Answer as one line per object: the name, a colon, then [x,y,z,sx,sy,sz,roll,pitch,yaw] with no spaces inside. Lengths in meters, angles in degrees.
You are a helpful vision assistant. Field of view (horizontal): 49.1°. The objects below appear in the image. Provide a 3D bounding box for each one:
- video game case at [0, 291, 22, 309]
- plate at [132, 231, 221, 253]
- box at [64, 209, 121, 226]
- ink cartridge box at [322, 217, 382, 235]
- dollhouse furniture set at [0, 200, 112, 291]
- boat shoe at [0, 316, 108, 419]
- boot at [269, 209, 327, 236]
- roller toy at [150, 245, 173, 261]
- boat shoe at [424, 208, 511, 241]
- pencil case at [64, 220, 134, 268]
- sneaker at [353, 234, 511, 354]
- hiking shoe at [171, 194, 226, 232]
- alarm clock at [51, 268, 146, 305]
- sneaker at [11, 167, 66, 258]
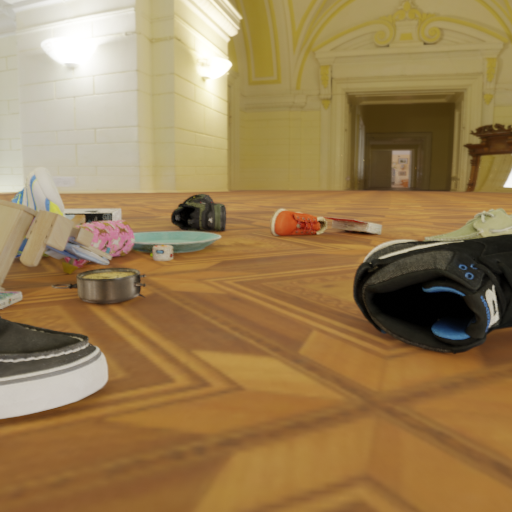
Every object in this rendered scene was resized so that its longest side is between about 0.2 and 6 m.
video game case: [-3.760,0.606,7.013,1.194,0.141,1.087,0,8,4]
plate: [-1.938,-0.302,12.492,2.326,0.297,2.326,1,8,0]
box: [-4.671,-0.725,13.627,2.577,0.775,1.503,0,9,-6]
ink cartridge box: [2.566,-0.830,15.318,1.142,0.286,1.315,6,3,-40]
dollhouse furniture set: [-3.016,0.158,8.357,1.766,1.221,1.871,14,-12,34]
boat shoe: [-2.588,0.607,4.273,2.883,0.955,1.008,1,9,7]
boot: [1.142,-0.862,14.985,1.023,0.716,1.907,13,13,35]
roller toy: [-1.814,-0.069,10.912,0.431,0.302,0.394,-6,11,-35]
boat shoe: [4.395,-0.396,10.256,3.018,0.936,1.087,-7,7,3]
pencil case: [-2.972,-0.259,10.608,0.765,0.732,1.769,-24,1,17]
sneaker: [2.601,0.398,5.576,3.250,1.187,1.818,-6,10,18]
hiking shoe: [-1.930,-1.318,16.630,1.385,1.042,2.751,-1,9,-27]
alarm clock: [-2.086,0.405,7.469,1.216,0.405,0.820,0,9,-11]
sneaker: [-4.259,-0.582,10.183,1.366,0.985,2.602,-20,-21,-26]
